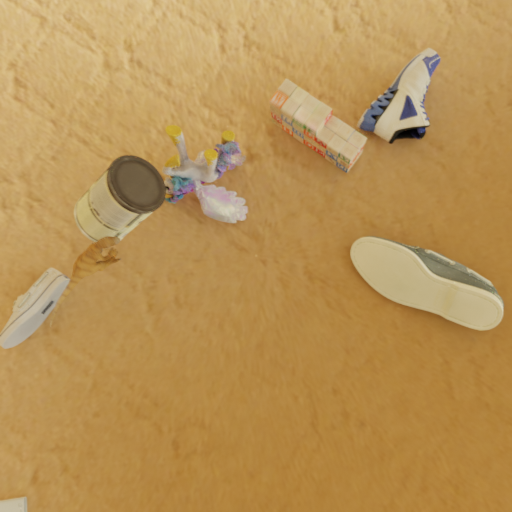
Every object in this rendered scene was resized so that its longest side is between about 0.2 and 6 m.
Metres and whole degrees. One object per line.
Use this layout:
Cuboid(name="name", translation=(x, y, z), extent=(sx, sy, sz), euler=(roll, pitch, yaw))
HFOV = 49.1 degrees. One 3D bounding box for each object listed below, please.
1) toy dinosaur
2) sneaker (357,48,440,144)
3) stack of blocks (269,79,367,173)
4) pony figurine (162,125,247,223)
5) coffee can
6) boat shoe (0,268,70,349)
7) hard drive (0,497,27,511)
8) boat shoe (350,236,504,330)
Cuboid(name="toy dinosaur", translation=(-3.020, 0.206, 9.818), extent=(0.617, 1.084, 2.041), euler=(42, 116, 3))
Cuboid(name="sneaker", translation=(3.371, -3.251, 12.193), extent=(1.291, 0.903, 2.235), euler=(41, 85, 6))
Cuboid(name="stack of blocks", translation=(1.281, -2.686, 11.699), extent=(2.035, 1.172, 0.596), euler=(36, 86, 9))
Cuboid(name="pony figurine", translation=(-1.051, -1.709, 11.332), extent=(2.039, 2.112, 1.759), euler=(1, 67, -16))
Cuboid(name="coffee can", translation=(-2.483, -0.976, 10.115), extent=(1.095, 1.497, 1.095), euler=(21, 56, -33))
Cuboid(name="boat shoe", translation=(-4.497, 1.000, 11.117), extent=(0.590, 0.646, 1.796), euler=(34, 78, 15))
Cuboid(name="hard drive", translation=(-4.764, 4.894, 10.314), extent=(1.051, 0.138, 0.693), euler=(-8, 75, -2))
Cuboid(name="boat shoe", translation=(3.406, 0.421, 11.268), extent=(3.126, 1.138, 0.966), euler=(26, 33, 14))
